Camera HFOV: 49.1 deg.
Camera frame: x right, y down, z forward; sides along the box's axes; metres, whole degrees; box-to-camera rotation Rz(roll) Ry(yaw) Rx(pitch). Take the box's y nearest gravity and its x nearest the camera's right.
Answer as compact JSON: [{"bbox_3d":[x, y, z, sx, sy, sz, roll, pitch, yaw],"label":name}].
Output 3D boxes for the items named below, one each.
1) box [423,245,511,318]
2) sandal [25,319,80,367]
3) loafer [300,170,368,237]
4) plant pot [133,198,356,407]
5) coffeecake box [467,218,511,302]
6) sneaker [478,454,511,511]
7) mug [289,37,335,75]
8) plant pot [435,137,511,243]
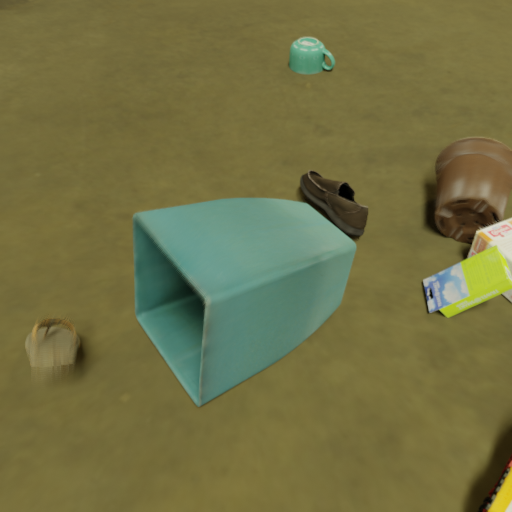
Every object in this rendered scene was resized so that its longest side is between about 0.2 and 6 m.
[{"bbox_3d":[3.481,0.457,9.252,1.350,0.322,0.823,-32,32,30],"label":"box"},{"bbox_3d":[-2.964,1.191,8.143,0.783,0.527,1.950,-5,3,-20],"label":"sandal"},{"bbox_3d":[1.604,-1.176,11.009,0.725,0.709,1.987,7,33,-41],"label":"loafer"},{"bbox_3d":[-0.064,0.371,8.583,2.956,2.088,2.089,-18,45,-30],"label":"plant pot"},{"bbox_3d":[5.047,0.248,9.547,1.686,0.802,2.196,-19,46,-19],"label":"coffeecake box"},{"bbox_3d":[3.517,2.793,6.858,0.896,0.849,2.180,33,61,25],"label":"sneaker"},{"bbox_3d":[1.591,-5.855,16.259,1.254,0.775,1.030,-6,43,-6],"label":"mug"},{"bbox_3d":[4.127,-1.172,10.716,1.559,1.559,1.544,14,52,14],"label":"plant pot"}]
